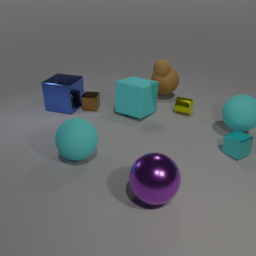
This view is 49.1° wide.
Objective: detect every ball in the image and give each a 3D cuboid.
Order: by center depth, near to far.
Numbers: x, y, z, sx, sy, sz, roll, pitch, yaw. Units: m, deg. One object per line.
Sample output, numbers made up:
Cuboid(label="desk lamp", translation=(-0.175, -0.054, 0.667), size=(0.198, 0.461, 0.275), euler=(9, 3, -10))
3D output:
Cuboid(label="ball", translation=(0.723, 1.364, 7.590), size=(1.400, 1.400, 1.400), euler=(0, 29, 0))
Cuboid(label="ball", translation=(-1.699, 0.365, 9.260), size=(1.400, 1.400, 1.400), euler=(0, 29, 0))
Cuboid(label="ball", translation=(4.307, -0.565, 10.611), size=(1.400, 1.400, 1.400), euler=(0, 29, 0))
Cuboid(label="ball", translation=(1.363, -2.389, 11.238), size=(0.700, 0.700, 0.700), euler=(0, 29, 0))
Cuboid(label="ball", translation=(1.856, -2.389, 14.039), size=(1.400, 1.400, 1.400), euler=(0, 29, 0))

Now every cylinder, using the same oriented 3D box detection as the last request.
Cuboid(label="cylinder", translation=(2.547, -1.014, 12.684), size=(0.700, 0.700, 0.700), euler=(15, 32, 28))

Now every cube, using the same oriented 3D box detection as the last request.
Cuboid(label="cube", translation=(3.810, 0.581, 9.756), size=(0.700, 0.700, 0.700), euler=(-17, 29, -28))
Cuboid(label="cube", translation=(0.383, -1.394, 12.474), size=(1.400, 1.400, 1.400), euler=(18, 26, 29))
Cuboid(label="cube", translation=(-2.981, -1.624, 13.089), size=(1.400, 1.400, 1.400), euler=(9, 30, 16))
Cuboid(label="cube", translation=(-1.731, -1.256, 13.130), size=(0.700, 0.700, 0.700), euler=(4, 30, 9))
